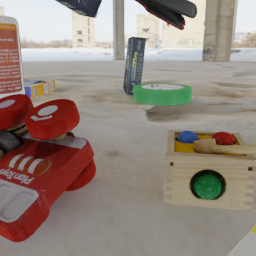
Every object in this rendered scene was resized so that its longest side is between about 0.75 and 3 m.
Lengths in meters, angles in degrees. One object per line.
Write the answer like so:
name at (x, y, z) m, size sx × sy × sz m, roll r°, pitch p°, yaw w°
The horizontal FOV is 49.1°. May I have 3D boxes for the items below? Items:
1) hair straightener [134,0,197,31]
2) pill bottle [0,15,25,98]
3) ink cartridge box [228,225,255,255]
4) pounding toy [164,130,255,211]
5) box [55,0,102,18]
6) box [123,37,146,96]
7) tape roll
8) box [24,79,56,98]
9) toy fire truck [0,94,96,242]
hair straightener at (0.336, -2.337, 4.522) m, size 1.992 × 0.408 × 0.766 m, roll 25°, pitch -27°, yaw -19°
pill bottle at (-3.635, -1.490, 7.483) m, size 1.576 × 2.809 × 1.576 m, roll 1°, pitch 16°, yaw 0°
ink cartridge box at (0.697, 1.132, 1.090) m, size 0.768 × 1.336 × 1.841 m, roll 18°, pitch 23°, yaw 41°
pounding toy at (1.216, 0.461, 3.963) m, size 1.352 × 1.044 × 1.468 m, roll 2°, pitch 16°, yaw 9°
box at (-1.181, -3.443, 5.908) m, size 1.570 × 1.544 × 0.922 m, roll 19°, pitch 11°, yaw -38°
box at (0.260, -2.849, 12.807) m, size 0.634 × 2.486 × 1.960 m, roll 3°, pitch 16°, yaw -8°
tape roll at (1.377, -1.400, 11.290) m, size 2.323 × 0.558 × 2.323 m, roll 1°, pitch 16°, yaw 0°
box at (-4.612, -1.806, 12.712) m, size 1.634 × 0.569 × 2.745 m, roll 3°, pitch 14°, yaw 9°
toy fire truck at (-1.623, 0.492, 3.925) m, size 2.191 × 1.229 × 1.840 m, roll 8°, pitch 36°, yaw 29°
